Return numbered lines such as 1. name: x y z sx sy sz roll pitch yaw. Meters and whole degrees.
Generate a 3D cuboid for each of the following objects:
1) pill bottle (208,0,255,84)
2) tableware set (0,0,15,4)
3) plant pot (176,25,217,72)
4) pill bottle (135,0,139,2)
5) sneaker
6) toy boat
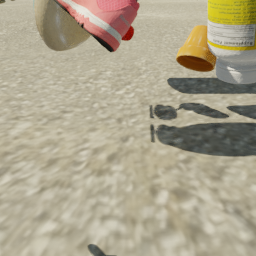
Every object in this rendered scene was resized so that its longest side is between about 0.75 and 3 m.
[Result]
1. pill bottle: 2.425 -2.361 5.765 1.509 2.684 1.509 -7 34 5
2. tableware set: -3.132 -3.679 6.393 0.457 1.506 2.278 -31 24 19
3. plant pot: 1.969 -2.203 7.673 1.071 0.981 1.071 18 -5 2
4. pill bottle: -0.135 -4.728 8.904 2.804 1.584 1.584 -34 30 11
5. sneaker: -0.319 -1.257 2.778 1.286 0.558 0.474 50 11 34
6. toy boat: -1.007 -2.821 6.508 1.359 2.458 2.924 30 8 26
